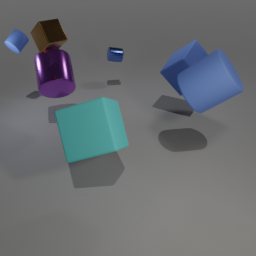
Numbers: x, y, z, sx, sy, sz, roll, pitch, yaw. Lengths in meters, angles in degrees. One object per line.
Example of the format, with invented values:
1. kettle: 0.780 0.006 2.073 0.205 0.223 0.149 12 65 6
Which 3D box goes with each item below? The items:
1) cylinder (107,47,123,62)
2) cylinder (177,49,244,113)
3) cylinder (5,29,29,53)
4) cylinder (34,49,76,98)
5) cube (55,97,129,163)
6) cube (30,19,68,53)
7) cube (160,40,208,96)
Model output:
1. cylinder: -0.661 -3.740 14.291 0.700 0.700 0.700 1 30 -19
2. cylinder: 2.409 -1.350 8.257 1.400 1.400 1.400 -30 18 30
3. cylinder: -4.624 -3.607 11.662 0.700 0.700 0.700 19 71 28
4. cylinder: -2.817 -2.080 10.809 1.400 1.400 1.400 -9 70 -14
5. cube: -0.939 0.051 7.712 1.400 1.400 1.400 -15 -2 13
6. cube: -2.403 -2.796 8.522 0.700 0.700 0.700 -30 7 -40
7. cube: 2.476 -2.450 11.544 1.400 1.400 1.400 -21 29 54
